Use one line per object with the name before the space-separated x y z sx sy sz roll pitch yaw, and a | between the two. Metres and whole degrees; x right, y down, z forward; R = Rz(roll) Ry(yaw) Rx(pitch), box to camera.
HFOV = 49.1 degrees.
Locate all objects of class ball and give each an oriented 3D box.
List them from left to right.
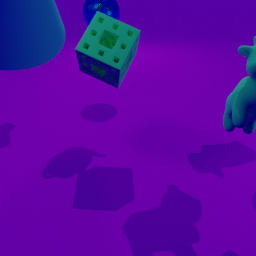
ball | -0.767 -3.323 8.079 1.080 1.080 1.080 0 31 0

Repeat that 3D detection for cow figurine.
cow figurine | 1.611 -0.512 3.612 0.619 1.110 1.128 7 -5 4

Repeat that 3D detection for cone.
cone | -1.037 -1.371 2.284 1.260 1.264 1.260 12 53 -17

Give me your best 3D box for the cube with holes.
cube with holes | -0.375 -1.452 5.351 0.866 0.866 0.866 25 76 2
